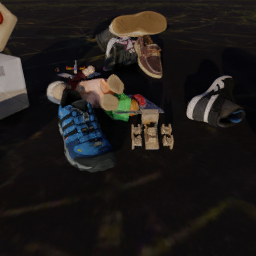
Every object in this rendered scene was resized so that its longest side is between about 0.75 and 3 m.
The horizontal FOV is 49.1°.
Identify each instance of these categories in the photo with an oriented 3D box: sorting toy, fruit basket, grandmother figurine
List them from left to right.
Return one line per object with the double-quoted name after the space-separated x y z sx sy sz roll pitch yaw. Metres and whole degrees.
-3.803 -2.658 7.339 1.362 1.828 0.245 41 36 -9 "sorting toy"
-1.329 -1.026 7.806 2.611 0.791 1.583 4 63 40 "grandmother figurine"
0.059 -0.635 7.929 1.506 0.706 1.395 1 26 -31 "fruit basket"

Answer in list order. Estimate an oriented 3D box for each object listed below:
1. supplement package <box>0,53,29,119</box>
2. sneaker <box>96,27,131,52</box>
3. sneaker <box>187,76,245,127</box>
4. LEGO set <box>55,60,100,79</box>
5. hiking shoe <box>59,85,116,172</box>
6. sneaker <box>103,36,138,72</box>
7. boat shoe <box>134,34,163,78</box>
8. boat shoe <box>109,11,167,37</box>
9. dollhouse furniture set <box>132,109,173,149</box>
-4.177 -1.242 7.925 2.014 1.517 1.528 18 34 29 "supplement package"
-0.691 -4.413 13.987 1.458 1.040 2.941 -23 2 18 "sneaker"
2.747 -0.666 7.763 1.266 0.827 2.264 27 47 34 "sneaker"
-2.037 -2.244 10.878 1.606 0.394 1.200 19 31 30 "LEGO set"
-1.062 -0.011 6.167 0.957 1.115 2.571 -15 33 -25 "hiking shoe"
-0.028 -3.173 11.772 1.292 1.202 2.992 18 39 10 "sneaker"
0.860 -2.918 10.912 0.822 0.821 2.280 3 51 -23 "boat shoe"
0.281 -3.085 8.379 1.794 0.661 0.621 -10 12 -23 "boat shoe"
0.537 0.135 6.677 0.912 0.646 0.993 -1 51 -1 "dollhouse furniture set"
